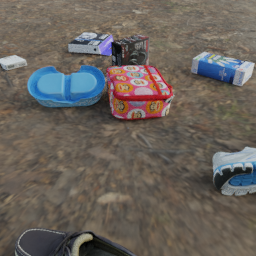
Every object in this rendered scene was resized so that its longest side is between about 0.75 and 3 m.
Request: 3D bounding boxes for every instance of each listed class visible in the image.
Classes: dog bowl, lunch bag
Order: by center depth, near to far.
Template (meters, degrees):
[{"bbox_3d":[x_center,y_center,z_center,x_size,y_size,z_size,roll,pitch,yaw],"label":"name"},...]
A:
[{"bbox_3d":[0.445,-1.260,9.374,2.210,1.028,2.509,-2,35,-12],"label":"lunch bag"},{"bbox_3d":[-2.013,-1.355,9.398,2.507,0.621,1.397,-2,60,-4],"label":"dog bowl"}]

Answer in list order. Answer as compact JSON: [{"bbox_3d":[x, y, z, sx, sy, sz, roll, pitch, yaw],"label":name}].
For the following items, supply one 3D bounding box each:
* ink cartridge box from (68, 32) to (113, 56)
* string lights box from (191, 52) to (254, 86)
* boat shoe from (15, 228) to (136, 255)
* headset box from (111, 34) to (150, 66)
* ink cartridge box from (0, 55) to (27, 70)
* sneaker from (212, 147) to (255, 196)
[{"bbox_3d":[-1.601,-4.304,14.230,2.182,0.473,2.161,9,35,11],"label":"ink cartridge box"},{"bbox_3d":[3.780,-2.411,11.291,2.134,0.629,1.097,23,41,30],"label":"string lights box"},{"bbox_3d":[-0.768,2.073,4.581,2.487,0.806,0.895,13,37,19],"label":"boat shoe"},{"bbox_3d":[0.178,-3.066,11.664,1.761,1.310,0.680,-26,42,-34],"label":"headset box"},{"bbox_3d":[-5.142,-2.890,12.374,0.928,0.326,1.142,-27,34,-33],"label":"ink cartridge box"},{"bbox_3d":[3.217,0.828,6.319,2.680,1.004,1.161,2,29,3],"label":"sneaker"}]
